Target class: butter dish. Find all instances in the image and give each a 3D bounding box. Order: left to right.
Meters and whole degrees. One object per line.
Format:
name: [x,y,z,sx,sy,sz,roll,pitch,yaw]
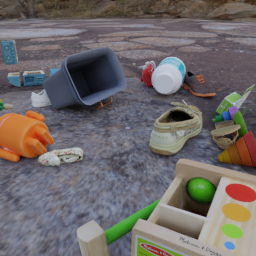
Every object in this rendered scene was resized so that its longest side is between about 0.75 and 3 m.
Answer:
butter dish: [0.893,-2.277,12.641,0.732,0.987,0.990,-19,24,21]

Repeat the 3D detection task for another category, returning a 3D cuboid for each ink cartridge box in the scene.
ink cartridge box: [3.586,-0.991,9.340,0.460,1.214,0.897,41,41,22]

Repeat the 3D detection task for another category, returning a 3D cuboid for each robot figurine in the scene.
robot figurine: [-2.773,0.186,7.255,1.722,1.239,1.004,15,8,28]

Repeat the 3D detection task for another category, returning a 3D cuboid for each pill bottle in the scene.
pill bottle: [1.710,-2.173,11.821,1.246,1.246,2.250,7,27,14]

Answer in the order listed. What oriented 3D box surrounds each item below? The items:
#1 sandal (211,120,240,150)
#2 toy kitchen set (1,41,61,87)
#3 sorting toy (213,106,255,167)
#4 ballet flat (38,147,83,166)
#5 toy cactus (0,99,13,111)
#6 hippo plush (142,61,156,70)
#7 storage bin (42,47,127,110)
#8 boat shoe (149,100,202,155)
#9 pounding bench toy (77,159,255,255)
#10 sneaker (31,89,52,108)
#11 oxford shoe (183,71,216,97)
sandal: [2.614,0.241,7.358,0.708,0.635,1.930,-14,5,19]
toy kitchen set: [-4.105,-2.868,12.395,2.487,1.992,1.465,-8,26,-17]
sorting toy: [2.804,0.206,7.692,0.948,0.955,2.753,-18,24,17]
ballet flat: [-1.615,0.725,6.859,1.100,0.416,0.352,-13,38,-21]
toy cactus: [-4.162,-0.734,9.171,0.718,0.445,0.870,-2,12,-18]
hippo plush: [1.160,-3.123,14.349,0.950,0.757,0.764,-3,27,-5]
storage bin: [-1.602,-1.576,10.270,1.823,1.975,2.714,-16,12,39]
boat shoe: [1.516,-0.198,8.127,1.057,0.904,2.884,11,27,24]
pounding bench toy: [0.741,1.464,4.034,2.428,1.508,1.894,13,29,24]
sneaker: [-2.885,-1.220,10.544,1.465,0.648,0.551,-16,30,-29]
oxford shoe: [2.934,-1.846,11.730,0.722,0.736,2.029,-11,28,-21]
